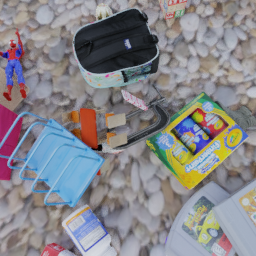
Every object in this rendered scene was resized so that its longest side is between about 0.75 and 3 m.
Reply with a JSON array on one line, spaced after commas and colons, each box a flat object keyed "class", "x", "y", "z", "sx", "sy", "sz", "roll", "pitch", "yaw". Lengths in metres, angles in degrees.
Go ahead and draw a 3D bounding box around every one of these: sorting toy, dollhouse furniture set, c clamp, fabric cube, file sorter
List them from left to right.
[{"class": "fabric cube", "x": -4.575, "y": 0.310, "z": 7.904, "sx": 2.115, "sy": 2.149, "sz": 2.156, "roll": 6, "pitch": 77, "yaw": 3}, {"class": "sorting toy", "x": -4.548, "y": -1.280, "z": 9.483, "sx": 2.057, "sy": 0.303, "sz": 1.520, "roll": 34, "pitch": 80, "yaw": 7}, {"class": "file sorter", "x": -2.131, "y": 0.818, "z": 7.525, "sx": 2.257, "sy": 1.385, "sz": 1.566, "roll": 34, "pitch": 93, "yaw": 25}, {"class": "dollhouse furniture set", "x": -1.101, "y": 0.393, "z": 8.099, "sx": 1.960, "sy": 1.010, "sz": 1.939, "roll": 7, "pitch": 106, "yaw": 38}, {"class": "c clamp", "x": 0.297, "y": -0.281, "z": 8.893, "sx": 2.394, "sy": 0.324, "sz": 2.045, "roll": -30, "pitch": 43, "yaw": -5}]

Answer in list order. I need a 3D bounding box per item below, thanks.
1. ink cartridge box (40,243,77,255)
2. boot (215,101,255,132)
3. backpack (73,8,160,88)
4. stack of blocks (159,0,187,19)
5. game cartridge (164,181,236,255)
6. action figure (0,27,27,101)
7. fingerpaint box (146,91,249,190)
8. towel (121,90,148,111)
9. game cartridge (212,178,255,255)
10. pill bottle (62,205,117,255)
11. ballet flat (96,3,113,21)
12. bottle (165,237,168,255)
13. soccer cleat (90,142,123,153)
[{"class": "ink cartridge box", "x": -1.634, "y": 4.186, "z": 7.483, "sx": 1.899, "sy": 0.795, "sz": 1.370, "roll": 26, "pitch": 74, "yaw": 8}, {"class": "boot", "x": 3.500, "y": -0.476, "z": 9.203, "sx": 0.919, "sy": 0.476, "sz": 1.407, "roll": -35, "pitch": 82, "yaw": -16}, {"class": "backpack", "x": -0.449, "y": -2.405, "z": 9.009, "sx": 2.475, "sy": 1.864, "sz": 2.197, "roll": -18, "pitch": 72, "yaw": -8}, {"class": "stack of blocks", "x": 1.431, "y": -5.516, "z": 10.232, "sx": 0.734, "sy": 1.443, "sz": 2.506, "roll": -14, "pitch": 72, "yaw": -5}, {"class": "game cartridge", "x": 2.204, "y": 2.775, "z": 7.728, "sx": 1.720, "sy": 0.528, "sz": 2.584, "roll": 37, "pitch": 58, "yaw": 14}, {"class": "action figure", "x": -3.835, "y": -2.253, "z": 9.189, "sx": 0.815, "sy": 1.237, "sz": 2.499, "roll": -11, "pitch": 57, "yaw": -9}, {"class": "fingerpaint box", "x": 2.091, "y": 0.375, "z": 8.659, "sx": 2.379, "sy": 0.873, "sz": 1.985, "roll": -38, "pitch": 76, "yaw": -11}, {"class": "towel", "x": 0.202, "y": -0.891, "z": 8.813, "sx": 0.876, "sy": 0.641, "sz": 0.131, "roll": 26, "pitch": 111, "yaw": -25}, {"class": "game cartridge", "x": 3.723, "y": 2.391, "z": 7.806, "sx": 2.583, "sy": 0.537, "sz": 1.720, "roll": -22, "pitch": 68, "yaw": -28}, {"class": "pill bottle", "x": -1.039, "y": 3.037, "z": 7.806, "sx": 0.897, "sy": 0.897, "sz": 1.601, "roll": -37, "pitch": 77, "yaw": -11}, {"class": "ballet flat", "x": -0.847, "y": -3.895, "z": 10.167, "sx": 0.702, "sy": 0.594, "sz": 1.857, "roll": -6, "pitch": 72, "yaw": -2}, {"class": "bottle", "x": 1.435, "y": 3.914, "z": 7.680, "sx": 0.747, "sy": 0.584, "sz": 1.789, "roll": 0, "pitch": 72, "yaw": 0}, {"class": "soccer cleat", "x": -0.629, "y": 0.608, "z": 8.751, "sx": 1.168, "sy": 0.497, "sz": 0.401, "roll": -3, "pitch": 87, "yaw": 1}]
